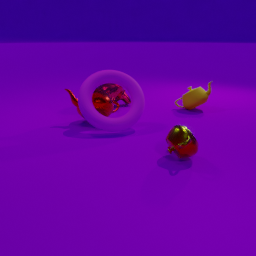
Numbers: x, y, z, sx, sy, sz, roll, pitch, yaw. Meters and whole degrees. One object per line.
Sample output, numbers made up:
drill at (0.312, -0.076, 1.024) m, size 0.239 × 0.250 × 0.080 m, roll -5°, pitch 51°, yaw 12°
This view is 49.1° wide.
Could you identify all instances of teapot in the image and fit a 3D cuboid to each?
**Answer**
teapot at (-1.109, -0.819, 8.922) m, size 1.899 × 0.930 × 1.181 m, roll 9°, pitch -29°, yaw -28°
teapot at (2.490, -1.190, 10.387) m, size 1.595 × 0.781 × 0.992 m, roll -26°, pitch 2°, yaw 18°
teapot at (1.159, 0.356, 6.325) m, size 0.626 × 0.795 × 1.279 m, roll -36°, pitch -1°, yaw -4°

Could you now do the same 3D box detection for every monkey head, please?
monkey head at (-0.614, -1.231, 10.958) m, size 1.141 × 1.363 × 1.894 m, roll -44°, pitch 17°, yaw -13°

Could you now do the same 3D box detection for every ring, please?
ring at (-0.468, -0.823, 8.197) m, size 1.970 × 1.970 × 0.394 m, roll -5°, pitch -20°, yaw -14°
